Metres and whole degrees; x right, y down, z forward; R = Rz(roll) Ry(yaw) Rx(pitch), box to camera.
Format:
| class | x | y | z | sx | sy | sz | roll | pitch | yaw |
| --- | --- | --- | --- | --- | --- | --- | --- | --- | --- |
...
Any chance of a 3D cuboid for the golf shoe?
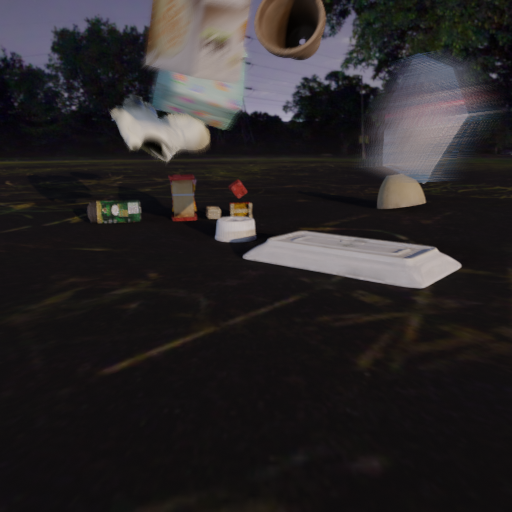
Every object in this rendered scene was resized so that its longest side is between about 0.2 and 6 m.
| class | x | y | z | sx | sy | sz | roll | pitch | yaw |
| --- | --- | --- | --- | --- | --- | --- | --- | --- | --- |
| golf shoe | -1.468 | -1.872 | 9.138 | 0.742 | 0.922 | 1.896 | -32 | -23 | 36 |

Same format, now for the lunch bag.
| class | x | y | z | sx | sy | sz | roll | pitch | yaw |
| --- | --- | --- | --- | --- | --- | --- | --- | --- | --- |
| lunch bag | -0.924 | -3.184 | 9.534 | 1.392 | 1.634 | 0.996 | 14 | -20 | -20 |

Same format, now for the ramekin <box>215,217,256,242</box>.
| class | x | y | z | sx | sy | sz | roll | pitch | yaw |
| --- | --- | --- | --- | --- | --- | --- | --- | --- | --- |
| ramekin | -0.457 | -0.599 | 12.422 | 0.921 | 0.449 | 0.921 | 0 | 12 | 0 |

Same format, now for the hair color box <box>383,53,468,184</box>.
| class | x | y | z | sx | sy | sz | roll | pitch | yaw |
| --- | --- | --- | --- | --- | --- | --- | --- | --- | --- |
| hair color box | 2.019 | -1.752 | 6.891 | 0.560 | 0.925 | 1.850 | 23 | 35 | -2 |

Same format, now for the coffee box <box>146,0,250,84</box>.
| class | x | y | z | sx | sy | sz | roll | pitch | yaw |
| --- | --- | --- | --- | --- | --- | --- | --- | --- | --- |
| coffee box | -0.613 | -2.950 | 6.326 | 0.697 | 1.748 | 1.000 | -9 | 29 | -45 |

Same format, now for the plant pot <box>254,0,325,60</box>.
| class | x | y | z | sx | sy | sz | roll | pitch | yaw |
| --- | --- | --- | --- | --- | --- | --- | --- | --- | --- |
| plant pot | 0.705 | -3.975 | 9.866 | 1.214 | 1.214 | 1.058 | 5 | 0 | 20 |

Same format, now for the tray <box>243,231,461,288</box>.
| class | x | y | z | sx | sy | sz | roll | pitch | yaw |
| --- | --- | --- | --- | --- | --- | --- | --- | --- | --- |
| tray | 1.660 | -0.047 | 10.061 | 3.509 | 0.389 | 1.884 | 9 | 15 | 37 |

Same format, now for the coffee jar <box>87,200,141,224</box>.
| class | x | y | z | sx | sy | sz | roll | pitch | yaw |
| --- | --- | --- | --- | --- | --- | --- | --- | --- | --- |
| coffee jar | -3.696 | -1.143 | 14.541 | 1.346 | 0.574 | 0.702 | -3 | 1 | -15 |

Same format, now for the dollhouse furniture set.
| class | x | y | z | sx | sy | sz | roll | pitch | yaw |
| --- | --- | --- | --- | --- | --- | --- | --- | --- | --- |
| dollhouse furniture set | -1.252 | -1.608 | 15.295 | 2.228 | 1.199 | 0.906 | -2 | 13 | -9 |

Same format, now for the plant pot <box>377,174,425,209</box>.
| class | x | y | z | sx | sy | sz | roll | pitch | yaw |
| --- | --- | --- | --- | --- | --- | --- | --- | --- | --- |
| plant pot | 4.404 | -2.023 | 17.220 | 1.445 | 0.970 | 1.445 | -9 | 7 | 1 |
